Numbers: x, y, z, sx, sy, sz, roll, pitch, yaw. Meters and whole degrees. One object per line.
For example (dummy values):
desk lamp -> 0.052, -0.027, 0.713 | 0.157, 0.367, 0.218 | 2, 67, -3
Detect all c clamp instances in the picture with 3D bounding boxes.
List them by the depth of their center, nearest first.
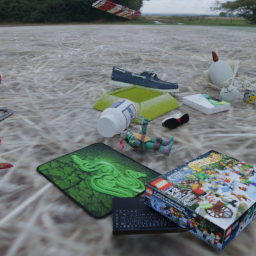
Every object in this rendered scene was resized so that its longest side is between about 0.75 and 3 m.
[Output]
c clamp -> -4.444, -0.436, 9.205 | 1.037, 0.164, 1.214 | 9, 26, 19

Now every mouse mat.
mouse mat -> -0.655, 0.984, 6.200 | 1.913, 0.090, 2.377 | -22, 33, -39

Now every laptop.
laptop -> 0.319, 1.370, 4.596 | 1.169, 0.681, 1.319 | -1, 29, -3

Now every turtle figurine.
turtle figurine -> 0.370, 0.234, 7.041 | 1.509, 0.760, 1.130 | 18, 38, 5

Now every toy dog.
toy dog -> 3.775, -2.183, 11.140 | 1.958, 1.430, 2.970 | -29, 22, 0

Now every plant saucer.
plant saucer -> 0.307, -0.990, 9.952 | 2.288, 0.549, 2.291 | 20, 31, 38

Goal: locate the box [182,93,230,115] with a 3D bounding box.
box -> 2.794, -0.894, 10.099 | 1.018, 0.256, 1.410 | -14, 29, -27

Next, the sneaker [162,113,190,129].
sneaker -> 1.382, -0.204, 8.591 | 1.018, 0.359, 0.476 | -19, 10, -28

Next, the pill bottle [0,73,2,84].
pill bottle -> -5.873, -1.840, 11.201 | 1.067, 1.067, 1.897 | -1, 24, -3

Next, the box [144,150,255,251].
box -> 1.622, 1.139, 5.210 | 2.264, 0.427, 1.546 | -17, 29, -42

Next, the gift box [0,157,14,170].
gift box -> -2.361, 1.402, 2.877 | 2.440, 2.252, 2.279 | -8, 34, -25

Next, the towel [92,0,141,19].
towel -> -0.303, -3.122, 7.370 | 1.137, 0.129, 0.819 | 10, 10, -22

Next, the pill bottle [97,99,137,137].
pill bottle -> -0.334, -0.274, 8.077 | 0.803, 0.803, 1.343 | 10, 26, 21

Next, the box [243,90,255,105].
box -> 4.825, -1.051, 10.232 | 0.391, 0.426, 1.217 | -11, 27, -22

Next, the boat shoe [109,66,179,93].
boat shoe -> 0.665, -1.998, 11.541 | 2.998, 0.927, 1.122 | 12, 6, 25
